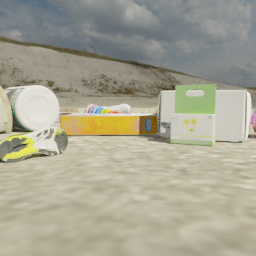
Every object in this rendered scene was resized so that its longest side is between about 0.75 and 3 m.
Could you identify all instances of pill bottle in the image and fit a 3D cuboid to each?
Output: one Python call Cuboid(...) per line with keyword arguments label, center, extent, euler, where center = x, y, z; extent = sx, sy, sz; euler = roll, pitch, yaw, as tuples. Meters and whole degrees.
Cuboid(label="pill bottle", center=(-3.561, -0.672, 9.418), extent=(1.444, 1.444, 2.553), euler=(-5, 8, -43))

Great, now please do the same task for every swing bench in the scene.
Cuboid(label="swing bench", center=(-5.052, -0.614, 7.535), extent=(2.607, 1.692, 2.593), euler=(3, 5, 25))

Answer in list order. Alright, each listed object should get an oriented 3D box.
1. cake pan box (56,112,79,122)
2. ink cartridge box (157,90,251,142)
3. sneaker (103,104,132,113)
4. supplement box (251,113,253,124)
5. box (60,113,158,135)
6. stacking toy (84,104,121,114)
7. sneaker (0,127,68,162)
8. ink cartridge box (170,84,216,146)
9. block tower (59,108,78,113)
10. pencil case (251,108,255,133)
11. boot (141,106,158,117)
Cuboid(label="cake pan box", center=(-3.421, -0.519, 13.395), extent=(1.741, 0.455, 1.603), euler=(5, 9, 44))
Cuboid(label="ink cartridge box", center=(2.268, -0.413, 7.802), extent=(2.116, 1.228, 2.867), euler=(2, 4, 24))
Cuboid(label="sneaker", center=(-0.865, -0.758, 14.833), extent=(2.330, 0.819, 0.934), euler=(-4, 11, 33))
Cuboid(label="supplement box", center=(5.177, -0.453, 12.403), extent=(0.715, 0.417, 1.134), euler=(0, 8, 13))
Cuboid(label="box", center=(-0.348, -0.147, 8.369), extent=(2.989, 0.620, 1.779), euler=(-2, 5, -1))
Cuboid(label="stacking toy", center=(-1.001, -0.575, 12.372), extent=(1.962, 0.838, 0.838), euler=(9, 10, 38))
Cuboid(label="sneaker", center=(-1.618, 0.233, 4.694), extent=(0.555, 0.488, 1.311), euler=(4, 7, 41))
Cuboid(label="ink cartridge box", center=(1.401, -0.290, 6.039), extent=(0.934, 1.284, 0.308), euler=(3, 6, 27))
Cuboid(label="block tower", center=(-3.734, -0.847, 16.131), extent=(0.600, 0.642, 2.222), euler=(2, 4, 24))
Cuboid(label="pencil case", center=(3.938, -0.116, 6.506), extent=(0.942, 0.901, 2.177), euler=(45, -10, -17))
Cuboid(label="boot", center=(1.804, -0.701, 12.004), extent=(2.128, 0.767, 1.646), euler=(-13, 1, -43))
